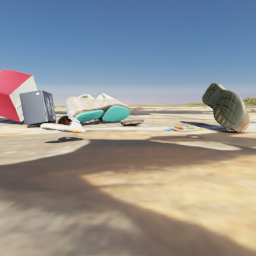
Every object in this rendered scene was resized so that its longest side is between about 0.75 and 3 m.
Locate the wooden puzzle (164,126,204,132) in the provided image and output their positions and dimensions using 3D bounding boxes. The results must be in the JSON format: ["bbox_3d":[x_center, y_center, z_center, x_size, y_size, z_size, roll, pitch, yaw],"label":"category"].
[{"bbox_3d":[1.631,0.014,8.103,1.054,0.123,0.711,-4,7,-34],"label":"wooden puzzle"}]

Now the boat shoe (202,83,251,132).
[{"bbox_3d":[3.049,-0.613,8.327,0.914,0.937,2.476,27,24,-17],"label":"boat shoe"}]

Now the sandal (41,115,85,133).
[{"bbox_3d":[-1.229,-0.097,5.511,0.455,0.340,1.188,1,-5,21],"label":"sandal"}]

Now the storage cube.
[{"bbox_3d":[-4.063,-1.145,9.845,1.293,1.230,1.439,14,46,18],"label":"storage cube"}]

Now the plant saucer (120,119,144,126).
[{"bbox_3d":[0.137,-0.169,9.223,0.806,0.129,0.806,-5,-7,-1],"label":"plant saucer"}]

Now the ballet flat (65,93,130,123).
[{"bbox_3d":[-1.010,-0.773,9.887,0.976,0.964,2.867,-45,-24,29],"label":"ballet flat"}]

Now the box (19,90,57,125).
[{"bbox_3d":[-2.915,-0.647,9.204,0.726,1.031,1.393,-10,1,-1],"label":"box"}]
